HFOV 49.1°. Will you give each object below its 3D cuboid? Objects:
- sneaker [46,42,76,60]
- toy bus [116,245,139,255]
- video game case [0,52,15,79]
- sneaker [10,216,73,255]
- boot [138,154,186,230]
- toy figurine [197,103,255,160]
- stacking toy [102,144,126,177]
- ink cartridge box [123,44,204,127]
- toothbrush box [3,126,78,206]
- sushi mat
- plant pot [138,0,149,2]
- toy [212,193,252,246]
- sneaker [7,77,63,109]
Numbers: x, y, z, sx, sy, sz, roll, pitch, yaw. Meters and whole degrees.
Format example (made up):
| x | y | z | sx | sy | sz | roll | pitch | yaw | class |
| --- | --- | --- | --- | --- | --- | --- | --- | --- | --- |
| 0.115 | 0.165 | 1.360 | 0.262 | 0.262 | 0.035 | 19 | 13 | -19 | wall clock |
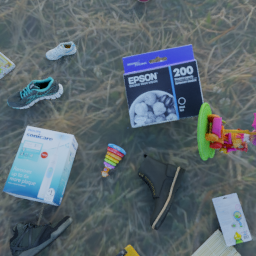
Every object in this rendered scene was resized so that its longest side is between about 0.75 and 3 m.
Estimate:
| x | y | z | sx | sy | sz | roll | pitch | yaw | class |
| --- | --- | --- | --- | --- | --- | --- | --- | --- | --- |
| -3.053 | -3.517 | 12.615 | 1.383 | 0.559 | 0.529 | -22 | 71 | -8 | sneaker |
| -0.648 | 4.926 | 8.946 | 2.553 | 0.999 | 0.831 | -39 | 71 | -14 | toy bus |
| -6.531 | -2.763 | 12.479 | 2.238 | 0.256 | 2.037 | 39 | 73 | 15 | video game case |
| -3.061 | 3.500 | 9.604 | 2.249 | 0.860 | 1.288 | -34 | 78 | -7 | sneaker |
| 0.876 | 2.250 | 10.185 | 1.690 | 0.946 | 2.443 | 23 | 57 | 14 | boot |
| 3.891 | 0.292 | 9.520 | 2.468 | 2.681 | 2.013 | 1 | 64 | 27 | toy figurine |
| -0.663 | 1.285 | 10.699 | 0.737 | 0.697 | 1.270 | 27 | 82 | 7 | stacking toy |
| 1.359 | -1.704 | 11.110 | 2.935 | 0.643 | 2.963 | -10 | 87 | 7 | ink cartridge box |
| -3.116 | 1.389 | 10.348 | 1.843 | 1.074 | 2.517 | 12 | 67 | 5 | toothbrush box |
| 2.664 | 4.703 | 9.509 | 2.410 | 0.146 | 1.153 | -38 | 72 | -14 | sushi mat |
| 0.783 | -6.748 | 13.790 | 0.950 | 0.950 | 0.850 | 2 | 84 | 1 | plant pot |
| 3.639 | 3.247 | 9.971 | 0.938 | 0.385 | 1.630 | -11 | 70 | -8 | toy |
| -3.917 | -1.548 | 11.546 | 2.317 | 1.057 | 0.899 | -21 | 69 | -8 | sneaker |
